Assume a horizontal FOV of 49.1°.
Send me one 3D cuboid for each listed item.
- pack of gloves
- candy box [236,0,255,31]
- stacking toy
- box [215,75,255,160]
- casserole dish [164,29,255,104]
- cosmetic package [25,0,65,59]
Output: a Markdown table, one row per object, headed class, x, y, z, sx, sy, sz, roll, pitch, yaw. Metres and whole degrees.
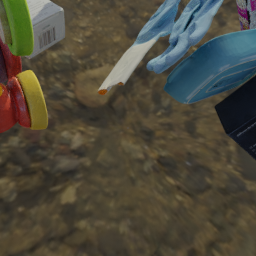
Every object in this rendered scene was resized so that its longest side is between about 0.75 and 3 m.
| class | x | y | z | sx | sy | sz | roll | pitch | yaw |
| --- | --- | --- | --- | --- | --- | --- | --- | --- | --- |
| pack of gloves | 0.786 | -1.486 | 4.144 | 0.494 | 2.105 | 2.506 | 41 | 70 | -23 |
| candy box | 2.616 | -2.795 | 5.856 | 0.549 | 1.801 | 1.228 | -13 | 26 | 17 |
| stacking toy | -2.285 | -1.280 | 4.498 | 1.076 | 2.306 | 2.547 | -18 | 46 | -27 |
| box | 2.518 | -0.169 | 4.672 | 1.404 | 1.428 | 0.885 | 36 | 29 | -26 |
| casserole dish | 1.553 | -0.934 | 4.432 | 2.208 | 1.337 | 0.428 | -19 | 72 | -34 |
| cosmetic package | -2.736 | -2.742 | 6.606 | 2.360 | 0.874 | 1.200 | 35 | 57 | 14 |
